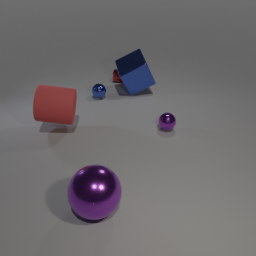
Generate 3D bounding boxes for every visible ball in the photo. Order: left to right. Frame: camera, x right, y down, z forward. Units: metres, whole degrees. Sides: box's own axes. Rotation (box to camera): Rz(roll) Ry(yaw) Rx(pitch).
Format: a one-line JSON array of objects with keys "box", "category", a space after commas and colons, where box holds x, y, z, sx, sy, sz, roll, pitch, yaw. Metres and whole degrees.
[{"box": [-0.859, 1.650, 7.260, 1.400, 1.400, 1.400, 0, 30, 0], "category": "ball"}, {"box": [-1.419, -1.821, 13.681, 0.700, 0.700, 0.700, 0, 30, 0], "category": "ball"}, {"box": [1.552, -0.261, 11.082, 0.700, 0.700, 0.700, 0, 30, 0], "category": "ball"}]

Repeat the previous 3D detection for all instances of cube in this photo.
[{"box": [0.360, -2.777, 13.947, 1.400, 1.400, 1.400, -25, 47, 9], "category": "cube"}]

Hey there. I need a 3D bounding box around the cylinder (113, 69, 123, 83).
[{"box": [-0.432, -2.917, 15.687, 0.700, 0.700, 0.700, 8, 31, 13], "category": "cylinder"}]

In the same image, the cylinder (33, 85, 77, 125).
[{"box": [-2.758, -0.884, 10.730, 1.400, 1.400, 1.400, 6, 30, -6], "category": "cylinder"}]
